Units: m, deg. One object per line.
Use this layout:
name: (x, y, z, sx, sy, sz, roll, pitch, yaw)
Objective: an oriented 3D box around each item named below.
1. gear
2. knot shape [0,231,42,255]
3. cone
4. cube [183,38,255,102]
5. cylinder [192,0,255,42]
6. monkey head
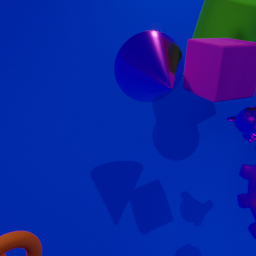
gear: (2.611, 0.999, 4.025, 0.372, 2.013, 2.013, 9, 60, -39)
knot shape: (-1.508, 1.713, 2.989, 1.179, 0.545, 1.103, 9, 63, -29)
cone: (0.561, -0.923, 5.071, 1.453, 1.453, 1.458, -12, 26, -5)
cube: (1.558, -1.006, 4.704, 0.872, 0.872, 0.872, -9, 26, -23)
cylinder: (2.169, -2.200, 6.108, 1.312, 1.312, 1.312, 8, 37, -6)
monkey head: (2.509, -0.145, 5.428, 0.806, 1.120, 0.675, -27, 94, -27)
